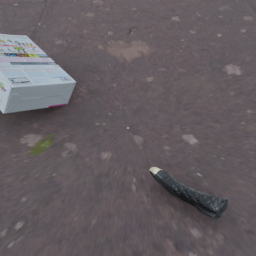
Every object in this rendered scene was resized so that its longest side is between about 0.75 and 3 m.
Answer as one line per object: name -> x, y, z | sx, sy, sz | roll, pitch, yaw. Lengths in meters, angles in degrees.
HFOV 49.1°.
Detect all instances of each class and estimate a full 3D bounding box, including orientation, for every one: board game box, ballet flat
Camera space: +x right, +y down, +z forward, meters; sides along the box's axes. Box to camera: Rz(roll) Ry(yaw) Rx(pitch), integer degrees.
board game box -> -2.942, -1.558, 7.411 | 2.556, 0.821, 1.886 | 44, 33, 23
ballet flat -> 1.176, 1.229, 5.650 | 1.668, 0.554, 0.474 | 29, 76, 22
